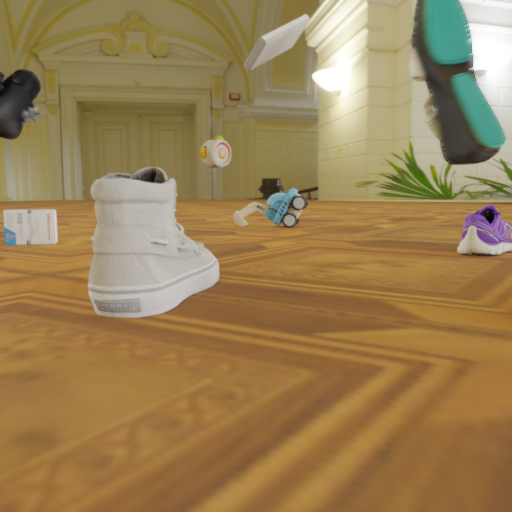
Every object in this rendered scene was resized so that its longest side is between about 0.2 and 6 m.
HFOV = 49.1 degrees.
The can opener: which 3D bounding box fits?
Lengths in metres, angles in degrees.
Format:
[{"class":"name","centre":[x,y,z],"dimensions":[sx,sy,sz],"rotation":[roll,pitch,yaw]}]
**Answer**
[{"class":"can opener","centre":[-2.217,-1.081,4.447],"dimensions":[1.561,0.614,0.495],"rotation":[-16,38,43]}]

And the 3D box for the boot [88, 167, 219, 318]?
[{"class":"boot","centre":[-0.950,-0.269,5.773],"dimensions":[0.981,1.274,2.666],"rotation":[0,7,4]}]

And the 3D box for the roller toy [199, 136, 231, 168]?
[{"class":"roller toy","centre":[-0.697,-1.732,9.533],"dimensions":[0.361,0.471,0.516],"rotation":[7,49,42]}]

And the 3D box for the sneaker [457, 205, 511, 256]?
[{"class":"sneaker","centre":[3.946,-0.450,9.263],"dimensions":[0.766,0.792,1.899],"rotation":[6,8,37]}]

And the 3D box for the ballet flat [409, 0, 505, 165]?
[{"class":"ballet flat","centre":[2.714,-2.570,8.157],"dimensions":[1.008,2.758,1.008],"rotation":[-14,-10,-2]}]

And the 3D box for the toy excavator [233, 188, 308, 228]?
[{"class":"toy excavator","centre":[0.392,-1.255,15.120],"dimensions":[1.628,1.583,0.813],"rotation":[29,12,6]}]

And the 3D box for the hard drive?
[{"class":"hard drive","centre":[0.358,-3.666,9.638],"dimensions":[1.169,0.156,0.771],"rotation":[-38,-1,-31]}]

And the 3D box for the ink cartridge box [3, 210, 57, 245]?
[{"class":"ink cartridge box","centre":[-4.237,-0.543,10.544],"dimensions":[0.890,0.652,0.382],"rotation":[-1,6,-13]}]
